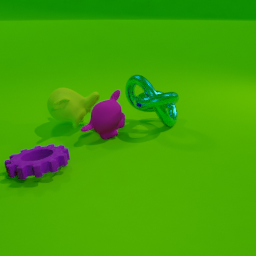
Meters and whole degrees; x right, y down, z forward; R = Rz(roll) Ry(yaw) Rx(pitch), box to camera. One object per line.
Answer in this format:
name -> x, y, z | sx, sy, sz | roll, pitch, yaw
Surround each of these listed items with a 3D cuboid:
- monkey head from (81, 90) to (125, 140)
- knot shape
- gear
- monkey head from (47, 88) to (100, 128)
monkey head -> -0.697, -0.306, 7.823 | 1.161, 0.973, 1.614 | 12, 55, 46
knot shape -> 0.650, -0.864, 8.324 | 1.809, 0.893, 1.933 | 31, 2, 25
gear -> -1.991, 0.710, 6.211 | 1.343, 0.248, 1.343 | -6, 16, 2
monkey head -> -1.634, -0.778, 8.218 | 1.415, 1.185, 1.967 | -46, 18, 4
